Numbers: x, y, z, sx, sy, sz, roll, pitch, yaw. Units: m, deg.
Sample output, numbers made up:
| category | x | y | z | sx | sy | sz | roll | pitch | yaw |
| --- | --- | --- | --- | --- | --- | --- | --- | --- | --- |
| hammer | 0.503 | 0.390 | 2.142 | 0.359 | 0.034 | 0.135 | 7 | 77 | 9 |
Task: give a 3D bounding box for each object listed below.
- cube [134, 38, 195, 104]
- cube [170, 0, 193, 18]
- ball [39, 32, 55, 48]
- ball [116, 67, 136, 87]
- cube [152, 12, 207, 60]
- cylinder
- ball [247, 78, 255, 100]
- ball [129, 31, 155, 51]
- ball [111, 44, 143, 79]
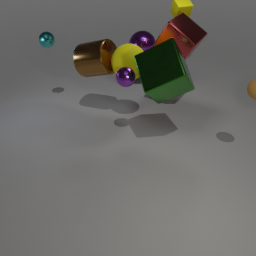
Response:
| category | x | y | z | sx | sy | sz | roll | pitch | yaw |
| --- | --- | --- | --- | --- | --- | --- | --- | --- | --- |
| cube | 1.230 | -1.833 | 9.325 | 1.400 | 1.400 | 1.400 | -21 | -19 | 20 |
| cube | 2.390 | -5.346 | 12.538 | 0.700 | 0.700 | 0.700 | -11 | 59 | -13 |
| ball | -3.568 | -3.874 | 12.318 | 0.700 | 0.700 | 0.700 | 0 | 31 | 0 |
| ball | -0.080 | -1.774 | 9.731 | 0.700 | 0.700 | 0.700 | 0 | 31 | 0 |
| cube | 2.132 | -3.623 | 11.609 | 1.400 | 1.400 | 1.400 | 42 | 49 | 3 |
| cylinder | -1.296 | -2.867 | 11.591 | 1.400 | 1.400 | 1.400 | 0 | 27 | 30 |
| ball | 4.058 | -1.212 | 8.648 | 0.700 | 0.700 | 0.700 | 0 | 31 | 0 |
| ball | 0.737 | -4.275 | 14.412 | 1.400 | 1.400 | 1.400 | 0 | 31 | 0 |
| ball | 0.044 | -2.593 | 11.035 | 1.400 | 1.400 | 1.400 | 0 | 31 | 0 |
